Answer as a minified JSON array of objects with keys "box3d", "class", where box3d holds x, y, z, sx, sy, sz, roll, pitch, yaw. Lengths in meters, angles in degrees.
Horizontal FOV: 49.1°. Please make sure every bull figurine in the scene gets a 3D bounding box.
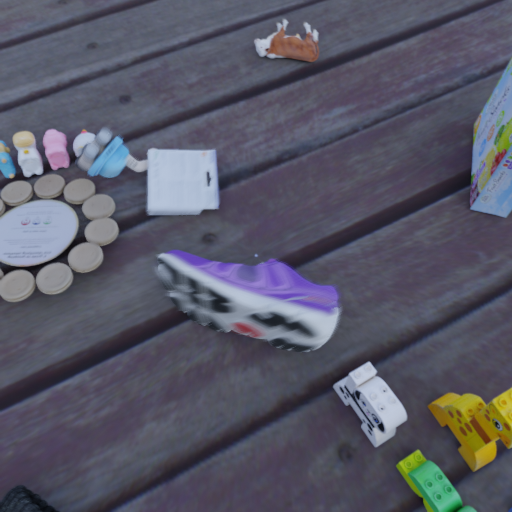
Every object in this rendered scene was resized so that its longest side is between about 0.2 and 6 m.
[{"box3d":[0.752,-5.081,13.339,1.556,0.507,0.945,12,89,0],"class":"bull figurine"}]

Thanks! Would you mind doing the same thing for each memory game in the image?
[{"box3d":[-4.085,-0.416,10.412,3.087,0.197,3.087,-1,51,1],"class":"memory game"}]

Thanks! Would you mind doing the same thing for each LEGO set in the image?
[{"box3d":[3.094,2.919,7.473,1.732,1.864,4.541,-27,61,-17],"class":"LEGO set"}]

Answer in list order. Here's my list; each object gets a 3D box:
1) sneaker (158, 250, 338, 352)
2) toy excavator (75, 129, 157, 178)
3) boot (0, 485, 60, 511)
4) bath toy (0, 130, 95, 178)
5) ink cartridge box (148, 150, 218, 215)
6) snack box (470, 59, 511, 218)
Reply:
[{"box3d":[-0.157,0.576,9.296,3.118,1.257,1.301,19,49,12],"class":"sneaker"},{"box3d":[-2.672,-1.904,11.107,1.338,0.668,1.301,40,59,-16],"class":"toy excavator"},{"box3d":[-2.796,4.553,6.859,2.981,1.122,2.229,35,63,20],"class":"boot"},{"box3d":[-4.190,-2.189,11.426,2.022,0.879,0.747,-11,39,-12],"class":"bath toy"},{"box3d":[-1.449,-1.461,11.067,1.361,0.276,1.358,-1,69,-7],"class":"ink cartridge box"},{"box3d":[4.874,-2.317,10.719,0.821,2.045,2.425,15,57,5],"class":"snack box"}]
